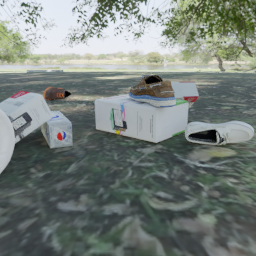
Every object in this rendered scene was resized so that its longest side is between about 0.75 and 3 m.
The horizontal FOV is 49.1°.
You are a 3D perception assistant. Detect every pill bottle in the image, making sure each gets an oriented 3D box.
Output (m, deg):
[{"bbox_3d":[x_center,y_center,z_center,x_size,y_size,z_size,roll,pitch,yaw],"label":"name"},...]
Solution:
[{"bbox_3d":[-3.722,0.128,5.488,2.771,1.613,1.613,8,16,31],"label":"pill bottle"}]

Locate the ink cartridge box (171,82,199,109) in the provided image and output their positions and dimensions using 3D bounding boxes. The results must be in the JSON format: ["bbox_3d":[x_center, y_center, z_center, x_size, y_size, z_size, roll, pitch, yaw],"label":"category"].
[{"bbox_3d":[1.681,-0.991,10.224,1.159,0.659,1.591,-4,-23,-15],"label":"ink cartridge box"}]

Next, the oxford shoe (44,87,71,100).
[{"bbox_3d":[-3.897,-1.912,15.513,0.703,0.690,1.938,12,18,21],"label":"oxford shoe"}]

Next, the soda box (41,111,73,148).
[{"bbox_3d":[-2.086,-0.019,8.002,0.606,0.652,1.910,-6,16,-23],"label":"soda box"}]

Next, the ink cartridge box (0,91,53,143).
[{"bbox_3d":[-3.066,-0.183,7.231,1.280,0.735,1.763,14,46,45],"label":"ink cartridge box"}]

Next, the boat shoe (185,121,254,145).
[{"bbox_3d":[2.392,0.173,7.362,1.767,0.636,0.581,6,30,9],"label":"boat shoe"}]

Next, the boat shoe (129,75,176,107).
[{"bbox_3d":[0.679,-1.118,7.918,0.760,0.762,2.104,-7,16,-27],"label":"boat shoe"}]

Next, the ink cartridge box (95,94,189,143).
[{"bbox_3d":[0.391,-0.397,8.731,2.403,1.009,1.740,12,18,39],"label":"ink cartridge box"}]
